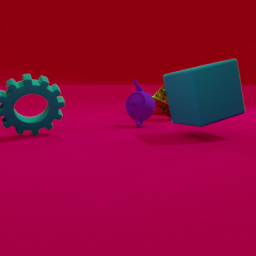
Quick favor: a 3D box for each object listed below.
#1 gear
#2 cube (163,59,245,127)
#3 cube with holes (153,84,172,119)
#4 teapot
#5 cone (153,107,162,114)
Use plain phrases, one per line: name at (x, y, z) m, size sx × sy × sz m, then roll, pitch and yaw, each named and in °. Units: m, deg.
gear at (-2.431, -0.549, 7.040) m, size 1.606 × 1.606 × 0.297 m, roll -4°, pitch 37°, yaw -25°
cube at (1.896, -0.879, 7.123) m, size 1.349 × 1.349 × 1.349 m, roll -16°, pitch 10°, yaw -18°
cube with holes at (1.549, -1.001, 10.298) m, size 0.831 × 0.831 × 0.831 m, roll 32°, pitch 70°, yaw 33°
teapot at (0.335, -0.760, 8.773) m, size 0.965 × 1.553 × 0.760 m, roll -8°, pitch -16°, yaw 29°
cone at (1.536, -0.950, 12.027) m, size 1.516 × 1.510 × 1.510 m, roll -26°, pitch 8°, yaw 5°
